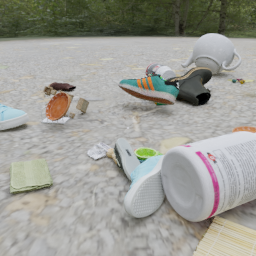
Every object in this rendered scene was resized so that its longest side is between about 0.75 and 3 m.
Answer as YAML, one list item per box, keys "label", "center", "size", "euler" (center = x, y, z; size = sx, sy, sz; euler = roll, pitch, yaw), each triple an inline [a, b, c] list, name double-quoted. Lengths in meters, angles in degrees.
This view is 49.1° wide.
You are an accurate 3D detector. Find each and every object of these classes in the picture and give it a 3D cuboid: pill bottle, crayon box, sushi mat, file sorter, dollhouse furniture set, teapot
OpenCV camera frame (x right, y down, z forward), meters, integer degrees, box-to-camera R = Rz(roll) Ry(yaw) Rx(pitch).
- label: "pill bottle"
  center: [1.603, -2.620, 13.787]
  size: [0.973, 0.973, 1.679]
  euler: [-8, 23, -19]
- label: "pill bottle"
  center: [1.836, 0.757, 5.081]
  size: [2.223, 1.260, 1.260]
  euler: [-11, 24, -26]
- label: "crayon box"
  center: [1.187, -1.572, 11.291]
  size: [0.447, 0.912, 1.536]
  euler: [-4, 23, -9]
- label: "sushi mat"
  center: [2.154, 1.907, 3.743]
  size: [2.413, 0.146, 1.155]
  euler: [14, 27, 30]
- label: "file sorter"
  center: [-2.360, -0.442, 9.087]
  size: [0.770, 0.479, 0.534]
  euler: [4, 22, 10]
- label: "dollhouse furniture set"
  center: [-2.217, -0.849, 9.714]
  size: [1.483, 0.769, 0.657]
  euler: [20, -3, 9]
- label: "teapot"
  center: [4.749, -3.928, 15.891]
  size: [2.501, 1.851, 2.534]
  euler: [29, -18, -4]

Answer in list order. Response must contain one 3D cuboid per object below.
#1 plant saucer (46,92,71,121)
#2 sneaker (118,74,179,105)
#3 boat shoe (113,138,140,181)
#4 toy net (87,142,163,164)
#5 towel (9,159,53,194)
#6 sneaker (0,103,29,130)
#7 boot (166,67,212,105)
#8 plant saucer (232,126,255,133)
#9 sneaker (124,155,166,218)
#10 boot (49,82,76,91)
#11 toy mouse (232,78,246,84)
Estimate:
- label: "plant saucer"
  center: [-2.106, -0.638, 8.491]
  size: [0.944, 0.944, 0.152]
  euler: [19, -11, 39]
- label: "sneaker"
  center: [0.764, -1.524, 10.135]
  size: [2.298, 0.918, 0.820]
  euler: [18, -10, 25]
- label: "boat shoe"
  center: [-0.027, 0.763, 6.193]
  size: [0.419, 0.377, 1.185]
  euler: [9, 38, -30]
- label: "toy net"
  center: [-0.114, 0.545, 6.814]
  size: [1.832, 0.354, 0.961]
  euler: [8, 24, 20]
- label: "towel"
  center: [-2.068, 0.979, 5.938]
  size: [0.844, 0.208, 1.137]
  euler: [-8, 23, -20]
- label: "sneaker"
  center: [-4.451, -0.611, 8.599]
  size: [2.810, 1.151, 1.039]
  euler: [3, 23, 8]
- label: "boot"
  center: [3.036, -1.660, 11.646]
  size: [2.732, 1.058, 1.890]
  euler: [-28, 38, -26]
- label: "plant saucer"
  center: [3.445, 0.224, 7.821]
  size: [1.040, 0.195, 1.040]
  euler: [0, 23, 0]
- label: "sneaker"
  center: [0.306, 1.080, 5.325]
  size: [0.735, 0.663, 1.795]
  euler: [-10, 12, 34]
- label: "boot"
  center: [-2.995, -1.866, 12.725]
  size: [0.857, 0.373, 1.030]
  euler: [15, 23, 35]
- label: "toy mouse"
  center: [5.620, -2.407, 14.326]
  size: [0.911, 0.176, 0.810]
  euler: [-16, 27, -35]
